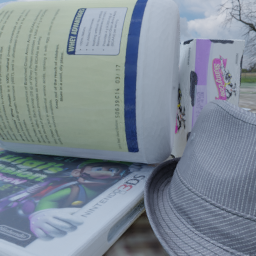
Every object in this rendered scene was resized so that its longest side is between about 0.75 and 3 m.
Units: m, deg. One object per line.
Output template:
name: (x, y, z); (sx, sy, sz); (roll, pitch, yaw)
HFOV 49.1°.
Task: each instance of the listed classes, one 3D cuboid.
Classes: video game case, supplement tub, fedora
video game case: (-1.090, 0.683, 3.421); (2.689, 0.314, 2.444); (6, 12, 26)
supplement tub: (-0.782, -0.643, 3.887); (2.874, 2.083, 2.083); (4, 12, 12)
fedora: (1.309, 0.345, 2.669); (2.218, 1.132, 2.508); (10, 12, 16)

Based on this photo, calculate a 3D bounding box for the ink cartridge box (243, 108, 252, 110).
ink cartridge box: (3.787, -0.619, 10.330); (1.046, 0.212, 1.044); (-6, 12, -27)

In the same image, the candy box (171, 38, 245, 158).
candy box: (1.083, -0.539, 5.270); (0.843, 1.977, 2.357); (-1, 11, -11)
